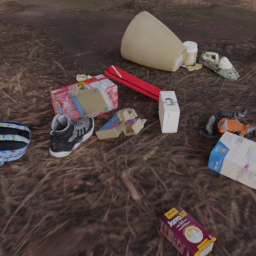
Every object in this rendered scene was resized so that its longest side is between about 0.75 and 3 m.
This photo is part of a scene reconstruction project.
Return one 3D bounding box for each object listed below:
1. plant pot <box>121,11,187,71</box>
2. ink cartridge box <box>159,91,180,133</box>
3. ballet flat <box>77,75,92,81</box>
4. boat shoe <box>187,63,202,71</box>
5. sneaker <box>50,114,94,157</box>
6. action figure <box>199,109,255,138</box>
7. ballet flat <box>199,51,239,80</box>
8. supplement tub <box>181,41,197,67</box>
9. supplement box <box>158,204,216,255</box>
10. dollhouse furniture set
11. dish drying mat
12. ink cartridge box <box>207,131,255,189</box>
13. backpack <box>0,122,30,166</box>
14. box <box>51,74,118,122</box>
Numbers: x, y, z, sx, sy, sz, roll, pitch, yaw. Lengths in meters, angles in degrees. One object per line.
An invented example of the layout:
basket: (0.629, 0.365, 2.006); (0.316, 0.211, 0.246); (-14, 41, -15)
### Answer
plant pot: (1.474, -4.042, 14.123); (2.728, 2.554, 2.554); (34, 49, 16)
ink cartridge box: (1.548, -0.624, 10.750); (0.585, 1.012, 1.391); (-1, 39, -1)
ballet flat: (-2.002, -2.383, 13.448); (1.012, 0.363, 0.363); (5, 40, 5)
boat shoe: (3.466, -3.198, 14.418); (0.921, 0.351, 0.330); (-22, 44, -24)
sneaker: (-1.930, -0.054, 9.837); (0.840, 1.267, 2.226); (20, 43, 20)
action figure: (3.790, -0.183, 9.878); (2.266, 1.185, 2.192); (-3, 9, -6)
ballet flat: (4.539, -3.252, 14.101); (0.892, 0.892, 2.480); (-23, 45, -25)
supplement tub: (3.144, -3.815, 14.548); (0.822, 1.136, 0.822); (0, 39, 0)
supplement box: (1.454, 2.672, 7.088); (0.713, 0.553, 1.292); (-26, 46, -29)
dollhouse furniture set: (-0.576, -0.919, 9.785); (2.015, 2.135, 1.393); (-9, 28, 41)
dish drying mat: (0.317, -1.977, 12.205); (2.695, 0.245, 1.035); (26, 31, 2)
ink cartridge box: (3.864, 1.102, 8.840); (2.262, 0.761, 1.314); (25, 45, 27)
backpack: (-4.151, 0.491, 9.279); (1.704, 1.147, 1.556); (1, 40, -21)
box: (-1.705, -1.119, 11.243); (2.403, 1.147, 1.198); (-25, 46, -27)
